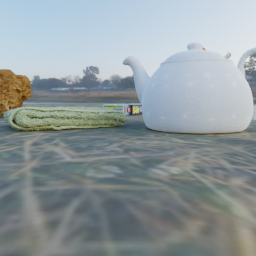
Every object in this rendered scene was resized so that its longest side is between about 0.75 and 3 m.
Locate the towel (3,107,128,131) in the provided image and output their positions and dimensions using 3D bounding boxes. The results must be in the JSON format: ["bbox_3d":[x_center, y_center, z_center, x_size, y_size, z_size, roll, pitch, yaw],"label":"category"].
[{"bbox_3d":[-1.707,-0.322,7.603,2.992,0.546,2.220,-3,6,-27],"label":"towel"}]

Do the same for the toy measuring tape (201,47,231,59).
[{"bbox_3d":[2.037,-1.990,7.624,0.646,0.646,1.756,-2,6,-19],"label":"toy measuring tape"}]

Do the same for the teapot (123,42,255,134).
[{"bbox_3d":[1.693,-1.001,6.783,2.829,2.066,2.792,-2,7,-27],"label":"teapot"}]

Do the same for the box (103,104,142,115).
[{"bbox_3d":[0.054,-0.953,13.950,1.515,0.478,2.753,2,6,22],"label":"box"}]

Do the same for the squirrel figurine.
[{"bbox_3d":[-5.577,-1.391,11.360,2.950,2.088,2.753,1,12,35],"label":"squirrel figurine"}]
